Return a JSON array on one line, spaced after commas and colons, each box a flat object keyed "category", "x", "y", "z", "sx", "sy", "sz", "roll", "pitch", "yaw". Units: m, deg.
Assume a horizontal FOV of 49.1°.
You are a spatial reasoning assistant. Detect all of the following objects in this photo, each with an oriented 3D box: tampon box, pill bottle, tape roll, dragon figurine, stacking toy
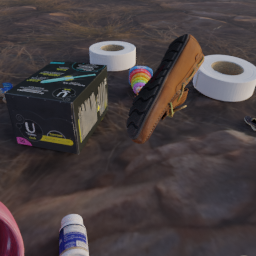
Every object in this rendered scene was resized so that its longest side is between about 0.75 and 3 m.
[{"category": "tampon box", "x": -2.036, "y": -0.788, "z": 8.945, "sx": 2.102, "sy": 1.770, "sz": 2.804, "roll": 9, "pitch": 34, "yaw": 13}, {"category": "pill bottle", "x": -1.073, "y": 2.187, "z": 5.479, "sx": 0.539, "sy": 0.539, "sz": 0.932, "roll": -7, "pitch": 32, "yaw": -10}, {"category": "tape roll", "x": -0.780, "y": -3.739, "z": 14.412, "sx": 2.389, "sy": 0.836, "sz": 2.389, "roll": 0, "pitch": 33, "yaw": 0}, {"category": "dragon figurine", "x": -4.894, "y": -1.469, "z": 11.180, "sx": 1.768, "sy": 0.520, "sz": 0.879, "roll": 13, "pitch": 35, "yaw": 18}, {"category": "tape roll", "x": 4.010, "y": -2.125, "z": 11.639, "sx": 2.529, "sy": 0.884, "sz": 2.529, "roll": 2, "pitch": 39, "yaw": -2}, {"category": "stacking toy", "x": 0.490, "y": -1.684, "z": 11.374, "sx": 0.993, "sy": 0.939, "sz": 1.710, "roll": 4, "pitch": 45, "yaw": 1}]

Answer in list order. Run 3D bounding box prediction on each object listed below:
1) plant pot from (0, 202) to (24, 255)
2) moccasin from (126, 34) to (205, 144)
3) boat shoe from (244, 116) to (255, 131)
[{"category": "plant pot", "x": -3.104, "y": 1.885, "z": 4.686, "sx": 2.243, "sy": 2.243, "sz": 2.007, "roll": -21, "pitch": 22, "yaw": -29}, {"category": "moccasin", "x": 0.823, "y": -0.717, "z": 5.693, "sx": 0.920, "sy": 0.971, "sz": 2.516, "roll": -13, "pitch": 42, "yaw": 57}, {"category": "boat shoe", "x": 4.224, "y": -0.214, "z": 9.450, "sx": 0.307, "sy": 0.277, "sz": 0.853, "roll": -2, "pitch": 33, "yaw": -4}]
